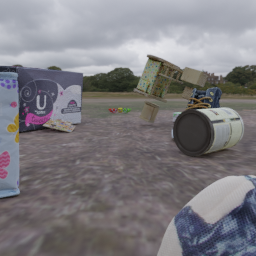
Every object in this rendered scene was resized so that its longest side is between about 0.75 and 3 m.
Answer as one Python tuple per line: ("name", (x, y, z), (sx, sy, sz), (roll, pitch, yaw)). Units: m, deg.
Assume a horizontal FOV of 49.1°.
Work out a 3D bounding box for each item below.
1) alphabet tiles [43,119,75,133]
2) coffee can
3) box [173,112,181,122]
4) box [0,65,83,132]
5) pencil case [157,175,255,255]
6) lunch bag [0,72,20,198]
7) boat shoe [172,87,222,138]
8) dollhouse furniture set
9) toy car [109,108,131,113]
("alphabet tiles", (-2.050, -0.101, 8.579), (0.843, 0.038, 1.009), (13, 15, -3))
("coffee can", (1.575, 0.047, 5.439), (1.174, 0.859, 0.859), (-6, 9, -41))
("box", (2.221, -0.399, 10.887), (0.779, 0.377, 0.688), (5, 7, 31))
("box", (-3.034, -1.005, 9.344), (1.693, 1.949, 2.950), (9, 10, 29))
("pencil case", (1.001, 0.697, 0.605), (2.099, 0.939, 0.817), (8, 39, 48))
("lunch bag", (-2.086, 0.076, 3.000), (1.687, 1.431, 1.073), (-1, 9, -26))
("boat shoe", (1.866, -0.436, 7.447), (1.004, 1.289, 2.839), (3, 7, 26))
("dollhouse furniture set", (1.178, -1.046, 9.050), (1.187, 2.136, 1.889), (10, 15, -47))
("toy car", (-0.352, -0.964, 15.723), (1.127, 0.267, 1.198), (5, 9, 32))
